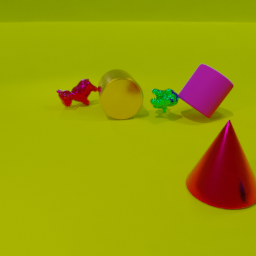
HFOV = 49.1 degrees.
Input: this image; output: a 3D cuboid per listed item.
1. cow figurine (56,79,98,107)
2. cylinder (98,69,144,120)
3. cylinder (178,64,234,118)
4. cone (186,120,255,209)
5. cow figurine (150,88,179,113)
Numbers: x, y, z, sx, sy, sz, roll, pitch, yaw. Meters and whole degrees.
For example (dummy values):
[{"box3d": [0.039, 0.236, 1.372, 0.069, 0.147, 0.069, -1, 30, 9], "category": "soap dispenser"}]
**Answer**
[{"box3d": [-1.703, -1.197, 9.286, 0.653, 1.190, 1.171, 34, 2, 41], "category": "cow figurine"}, {"box3d": [-0.265, -1.062, 8.619, 1.275, 1.275, 1.275, -4, 23, -8], "category": "cylinder"}, {"box3d": [2.265, -1.078, 8.236, 1.169, 1.169, 1.169, 34, 10, -7], "category": "cylinder"}, {"box3d": [1.696, 0.460, 4.874, 1.306, 1.311, 1.306, -2, 24, 1], "category": "cone"}, {"box3d": [1.134, -0.825, 8.389, 1.099, 0.603, 1.082, 3, -10, 44], "category": "cow figurine"}]
